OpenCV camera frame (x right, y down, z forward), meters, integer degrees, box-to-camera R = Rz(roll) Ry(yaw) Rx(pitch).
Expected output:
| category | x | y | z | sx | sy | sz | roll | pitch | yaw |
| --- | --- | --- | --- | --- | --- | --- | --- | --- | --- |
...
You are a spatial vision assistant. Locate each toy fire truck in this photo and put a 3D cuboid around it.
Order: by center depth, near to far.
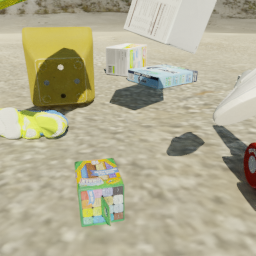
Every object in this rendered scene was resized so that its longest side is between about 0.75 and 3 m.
| category | x | y | z | sx | sy | sz | roll | pitch | yaw |
| --- | --- | --- | --- | --- | --- | --- | --- | --- | --- |
| toy fire truck | 2.949 | 0.309 | 4.361 | 1.433 | 2.146 | 2.556 | 1 | 23 | 2 |

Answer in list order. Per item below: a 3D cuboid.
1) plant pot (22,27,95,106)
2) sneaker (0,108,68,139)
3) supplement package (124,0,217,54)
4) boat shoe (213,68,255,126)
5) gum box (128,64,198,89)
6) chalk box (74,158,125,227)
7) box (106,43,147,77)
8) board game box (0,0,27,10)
| category | x | y | z | sx | sy | sz | roll | pitch | yaw |
| --- | --- | --- | --- | --- | --- | --- | --- | --- | --- |
| plant pot | -2.294 | -1.995 | 9.640 | 2.492 | 2.508 | 2.566 | -5 | 28 | -12 |
| sneaker | -2.560 | -0.130 | 7.452 | 2.089 | 0.791 | 1.097 | 8 | 9 | 8 |
| supplement package | 1.079 | -2.741 | 6.513 | 1.121 | 1.574 | 2.022 | 28 | 20 | 24 |
| boat shoe | 1.813 | -0.616 | 3.945 | 0.550 | 1.528 | 0.524 | 19 | 41 | -38 |
| gum box | 1.593 | -2.430 | 12.972 | 2.481 | 0.553 | 2.108 | -17 | 28 | -34 |
| chalk box | -0.453 | 1.061 | 4.446 | 0.702 | 0.707 | 1.133 | -5 | 22 | -11 |
| box | -0.033 | -3.684 | 14.874 | 1.257 | 1.395 | 2.481 | 11 | 24 | 24 |
| board game box | -1.602 | -2.564 | 4.073 | 0.568 | 1.212 | 2.385 | -5 | 31 | 43 |
